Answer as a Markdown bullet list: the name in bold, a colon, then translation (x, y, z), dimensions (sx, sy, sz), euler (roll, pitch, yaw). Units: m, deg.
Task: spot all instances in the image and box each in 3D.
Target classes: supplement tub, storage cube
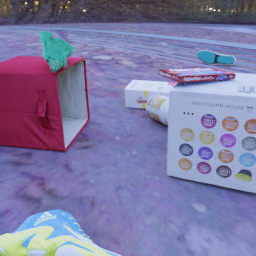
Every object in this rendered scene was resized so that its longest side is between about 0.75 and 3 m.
- **supplement tub**: translation (1.241, -0.598, 9.340), dimensions (0.868, 0.868, 1.203), euler (-13, 23, -25)
- **storage cube**: translation (-2.659, -0.864, 8.428), dimensions (2.353, 2.238, 2.618), euler (4, 26, 10)

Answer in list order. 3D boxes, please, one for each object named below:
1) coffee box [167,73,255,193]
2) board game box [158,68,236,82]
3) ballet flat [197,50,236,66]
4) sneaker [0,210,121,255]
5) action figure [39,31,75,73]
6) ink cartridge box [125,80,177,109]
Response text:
- **coffee box**: translation (2.302, -0.063, 6.780), dimensions (2.182, 2.161, 2.186), euler (9, 25, 22)
- **board game box**: translation (1.583, -1.233, 6.423), dimensions (1.589, 0.155, 0.818), euler (-7, 22, -26)
- **ballet flat**: translation (5.589, -4.365, 17.747), dimensions (2.416, 0.839, 0.839), euler (17, 30, 23)
- **sneaker**: translation (-0.894, 1.790, 4.410), dimensions (2.317, 0.878, 1.217), euler (6, 25, 14)
- **action figure**: translation (-1.880, -1.912, 7.266), dimensions (1.062, 0.492, 1.799), euler (16, 30, -22)
- **ink cartridge box**: translation (0.955, -1.308, 11.046), dimensions (1.909, 0.796, 1.386), euler (7, 26, 14)
